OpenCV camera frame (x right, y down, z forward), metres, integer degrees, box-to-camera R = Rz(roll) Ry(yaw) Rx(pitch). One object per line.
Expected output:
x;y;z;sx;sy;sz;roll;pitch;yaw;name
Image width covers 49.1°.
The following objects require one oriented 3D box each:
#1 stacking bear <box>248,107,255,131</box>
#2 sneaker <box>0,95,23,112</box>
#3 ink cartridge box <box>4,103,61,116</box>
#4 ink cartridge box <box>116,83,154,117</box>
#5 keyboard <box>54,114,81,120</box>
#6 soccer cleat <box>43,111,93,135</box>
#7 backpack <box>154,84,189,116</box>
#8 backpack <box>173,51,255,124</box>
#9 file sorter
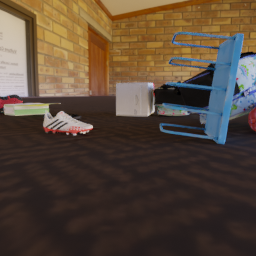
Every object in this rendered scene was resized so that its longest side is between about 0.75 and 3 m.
3.780;-0.299;6.610;1.748;0.994;1.061;-7;0;23;stacking bear
-6.162;-1.026;12.877;1.183;0.982;2.476;-11;-6;31;sneaker
-4.026;-0.799;11.787;1.568;0.517;2.155;-8;11;-44;ink cartridge box
0.349;-1.247;11.916;1.351;1.357;1.868;2;8;12;ink cartridge box
-2.177;-0.404;10.376;0.686;0.147;1.142;-16;18;-43;keyboard
-1.483;-0.131;6.834;1.294;0.551;0.444;2;8;17;soccer cleat
1.894;-1.215;11.568;1.636;1.388;1.843;2;16;9;backpack
3.048;-1.167;8.473;2.360;1.734;2.160;-24;0;-30;backpack
1.474;-0.897;6.096;1.298;2.116;1.469;8;8;3;file sorter
